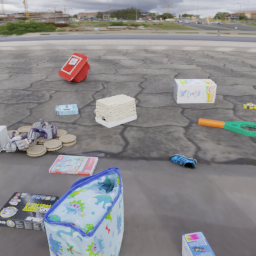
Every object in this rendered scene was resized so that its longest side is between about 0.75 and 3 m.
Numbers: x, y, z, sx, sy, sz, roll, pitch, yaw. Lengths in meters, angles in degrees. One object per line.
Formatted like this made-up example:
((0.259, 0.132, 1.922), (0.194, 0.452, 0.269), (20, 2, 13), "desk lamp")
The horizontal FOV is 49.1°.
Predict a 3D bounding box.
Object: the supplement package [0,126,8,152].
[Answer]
((-4.734, 0.460, 9.693), (0.704, 0.702, 1.200), (1, 24, 1), "supplement package")

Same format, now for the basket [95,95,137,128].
((-0.521, -0.784, 12.178), (1.592, 0.982, 1.079), (-20, 30, -36), "basket")

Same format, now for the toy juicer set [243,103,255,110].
((6.153, -1.118, 13.864), (0.871, 0.237, 0.554), (-19, 30, -37), "toy juicer set")

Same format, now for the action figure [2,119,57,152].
((-3.429, 0.296, 9.598), (1.331, 0.710, 2.046), (0, 17, 29), "action figure")

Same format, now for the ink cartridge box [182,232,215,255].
((1.329, 2.528, 4.939), (0.420, 0.750, 1.100), (-7, 25, -6), "ink cartridge box")

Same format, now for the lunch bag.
((-0.624, 1.861, 5.397), (1.208, 1.611, 1.895), (12, 27, 23), "lunch bag")

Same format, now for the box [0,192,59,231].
((-2.397, 1.988, 6.766), (1.205, 0.267, 0.965), (4, 24, 8), "box")

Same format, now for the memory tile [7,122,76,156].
((-3.340, 0.363, 10.540), (2.526, 0.212, 1.936), (20, 31, 39), "memory tile")

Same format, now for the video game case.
((-1.685, 1.165, 8.831), (1.319, 0.115, 0.943), (2, 24, 6), "video game case")

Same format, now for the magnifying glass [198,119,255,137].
((4.225, -0.068, 11.501), (2.589, 0.290, 1.030), (11, 26, 19), "magnifying glass")

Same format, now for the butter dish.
((-3.292, -3.764, 18.556), (2.016, 1.490, 2.010), (30, 82, 46), "butter dish")

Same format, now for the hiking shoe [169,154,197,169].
((1.722, 1.053, 8.822), (0.872, 0.324, 0.378), (8, 24, 18), "hiking shoe")

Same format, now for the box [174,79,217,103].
((3.497, -1.956, 14.790), (1.983, 1.005, 1.115), (0, 25, -1), "box")

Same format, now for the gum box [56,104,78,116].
((-2.913, -0.869, 13.306), (1.007, 0.224, 0.856), (-6, 24, -13), "gum box")
